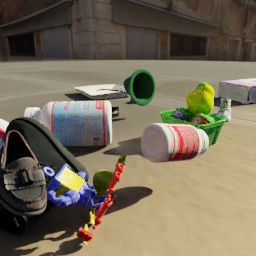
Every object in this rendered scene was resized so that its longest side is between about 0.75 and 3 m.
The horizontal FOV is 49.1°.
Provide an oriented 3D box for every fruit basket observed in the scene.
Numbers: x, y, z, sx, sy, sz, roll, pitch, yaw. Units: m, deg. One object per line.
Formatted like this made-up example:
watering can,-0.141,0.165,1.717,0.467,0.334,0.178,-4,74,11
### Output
fruit basket,2.079,-0.492,8.830,1.428,1.980,1.980,-12,21,-33

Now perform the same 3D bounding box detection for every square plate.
square plate,-1.373,-2.162,16.632,2.928,0.416,2.900,-9,19,-27

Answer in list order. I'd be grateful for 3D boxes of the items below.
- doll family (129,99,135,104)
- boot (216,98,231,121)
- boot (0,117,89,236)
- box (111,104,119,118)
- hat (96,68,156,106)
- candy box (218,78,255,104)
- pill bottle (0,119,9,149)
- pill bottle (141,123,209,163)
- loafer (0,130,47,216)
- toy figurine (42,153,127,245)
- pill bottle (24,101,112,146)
doll family,0.575,-1.570,14.711,1.145,0.449,0.662,-10,25,-22
boot,3.998,-0.822,11.679,0.595,0.773,1.617,4,18,14
boot,-2.134,0.754,5.385,2.339,0.893,1.965,38,28,15
box,-1.645,-0.684,11.778,2.055,0.455,1.646,-16,23,-42
hat,0.017,-1.786,11.931,1.600,1.506,1.818,9,-14,46
candy box,6.783,-2.075,15.419,2.672,0.956,2.242,-8,19,-21
pill bottle,-3.232,0.639,6.100,1.258,1.258,2.241,-3,18,-9
pill bottle,1.024,0.305,5.874,1.397,0.784,0.784,1,13,-37
loafer,-1.757,0.625,4.454,0.695,0.609,1.932,1,20,-32
toy figurine,-0.846,0.865,4.928,1.237,1.089,2.065,29,18,-3
pill bottle,-1.742,-0.128,8.431,2.485,1.351,1.351,-1,17,-5
